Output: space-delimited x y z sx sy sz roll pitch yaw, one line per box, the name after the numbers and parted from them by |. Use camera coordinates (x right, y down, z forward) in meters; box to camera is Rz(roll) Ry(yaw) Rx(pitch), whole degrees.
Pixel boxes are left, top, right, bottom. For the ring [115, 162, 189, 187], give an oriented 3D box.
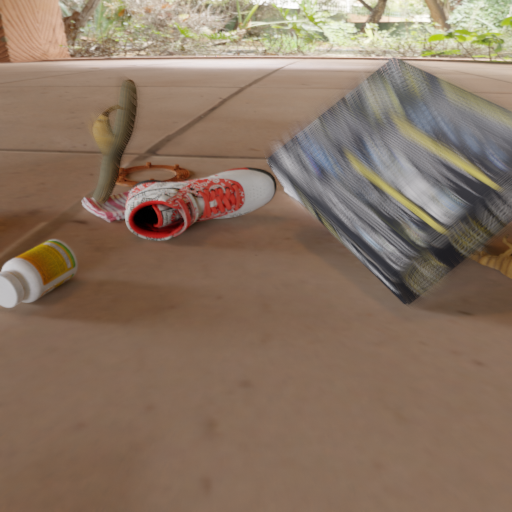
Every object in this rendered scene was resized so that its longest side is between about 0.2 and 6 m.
-2.443 -1.902 12.926 1.801 0.173 1.801 1 24 0 | ring

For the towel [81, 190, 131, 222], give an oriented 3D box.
-2.434 -1.049 10.875 1.569 0.235 1.148 -19 30 -35 | towel

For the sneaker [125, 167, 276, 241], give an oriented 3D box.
-0.926 -0.860 9.697 2.686 0.897 1.439 -5 25 -2 | sneaker

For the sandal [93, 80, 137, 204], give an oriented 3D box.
-2.782 -2.179 10.544 0.647 2.396 0.962 17 7 -6 | sandal

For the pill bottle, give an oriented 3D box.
-2.977 0.245 7.489 0.616 0.616 1.108 9 25 20 | pill bottle

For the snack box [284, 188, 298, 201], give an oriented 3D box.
1.829 -0.967 10.449 1.292 0.437 3.593 -9 25 -20 | snack box

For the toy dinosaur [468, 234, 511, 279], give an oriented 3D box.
3.923 0.196 7.838 1.178 0.670 2.219 -28 23 -11 | toy dinosaur

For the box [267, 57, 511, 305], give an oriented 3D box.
2.078 -1.312 8.163 2.759 0.840 3.423 -41 44 1 | box
